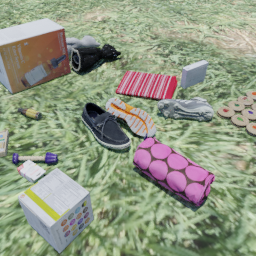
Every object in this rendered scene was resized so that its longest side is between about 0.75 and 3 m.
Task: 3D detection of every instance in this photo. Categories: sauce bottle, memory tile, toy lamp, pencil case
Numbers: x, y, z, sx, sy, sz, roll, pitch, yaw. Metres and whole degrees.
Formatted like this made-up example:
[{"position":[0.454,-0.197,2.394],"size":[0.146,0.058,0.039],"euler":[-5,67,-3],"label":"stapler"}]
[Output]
[{"position":[-3.814,-0.585,10.856],"size":[0.991,0.321,0.321],"euler":[17,43,18],"label":"sauce bottle"},{"position":[5.001,-0.661,11.024],"size":[2.607,0.219,1.998],"euler":[-26,47,-28],"label":"memory tile"},{"position":[-2.964,0.966,8.991],"size":[1.387,0.404,0.404],"euler":[1,41,0],"label":"toy lamp"},{"position":[1.337,1.180,8.238],"size":[2.451,1.112,1.148],"euler":[33,50,29],"label":"pencil case"}]

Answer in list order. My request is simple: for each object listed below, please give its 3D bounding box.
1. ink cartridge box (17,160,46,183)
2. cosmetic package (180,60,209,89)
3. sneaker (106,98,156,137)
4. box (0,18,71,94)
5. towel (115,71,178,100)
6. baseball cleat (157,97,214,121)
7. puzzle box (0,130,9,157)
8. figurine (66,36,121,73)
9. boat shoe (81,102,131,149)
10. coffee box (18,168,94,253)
[{"position":[-2.941,1.367,8.605],"size":[0.816,0.275,0.475],"euler":[24,46,28],"label":"ink cartridge box"},{"position":[2.944,-2.387,12.474],"size":[1.272,0.959,0.329],"euler":[-23,46,-25],"label":"cosmetic package"},{"position":[0.183,-0.396,10.307],"size":[2.106,0.813,0.824],"euler":[37,92,16],"label":"sneaker"},{"position":[-4.332,-3.262,12.476],"size":[2.974,2.265,1.582],"euler":[-29,48,-29],"label":"box"},{"position":[0.873,-1.875,12.411],"size":[2.464,0.277,1.782],"euler":[9,43,14],"label":"towel"},{"position":[2.219,-0.814,10.929],"size":[2.160,0.753,1.150],"euler":[14,36,1],"label":"baseball cleat"},{"position":[-4.980,0.632,9.506],"size":[1.724,0.219,1.147],"euler":[-10,41,-11],"label":"puzzle box"},{"position":[-2.138,-4.007,14.428],"size":[2.651,1.170,2.717],"euler":[-25,45,-37],"label":"figurine"},{"position":[-0.839,-0.107,9.925],"size":[0.949,0.791,2.543],"euler":[-23,46,-31],"label":"boat shoe"},{"position":[-1.757,2.038,7.065],"size":[1.246,1.244,1.232],"euler":[28,48,29],"label":"coffee box"}]
